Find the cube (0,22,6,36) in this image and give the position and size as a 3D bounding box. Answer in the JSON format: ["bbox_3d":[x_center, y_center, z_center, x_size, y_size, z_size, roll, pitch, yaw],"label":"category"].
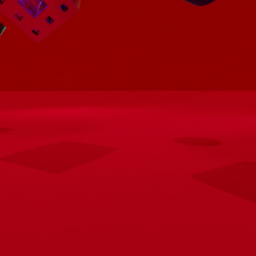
[{"bbox_3d":[-4.322,-2.752,8.047,0.978,0.978,0.978,-36,34,22],"label":"cube"}]

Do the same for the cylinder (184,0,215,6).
[{"bbox_3d":[0.912,-2.753,4.388,1.263,1.263,1.263,7,4,-30],"label":"cylinder"}]

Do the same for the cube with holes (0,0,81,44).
[{"bbox_3d":[-1.846,-2.870,5.804,1.262,1.262,1.262,-26,-46,27],"label":"cube with holes"}]
